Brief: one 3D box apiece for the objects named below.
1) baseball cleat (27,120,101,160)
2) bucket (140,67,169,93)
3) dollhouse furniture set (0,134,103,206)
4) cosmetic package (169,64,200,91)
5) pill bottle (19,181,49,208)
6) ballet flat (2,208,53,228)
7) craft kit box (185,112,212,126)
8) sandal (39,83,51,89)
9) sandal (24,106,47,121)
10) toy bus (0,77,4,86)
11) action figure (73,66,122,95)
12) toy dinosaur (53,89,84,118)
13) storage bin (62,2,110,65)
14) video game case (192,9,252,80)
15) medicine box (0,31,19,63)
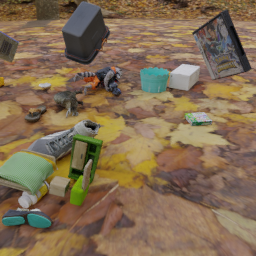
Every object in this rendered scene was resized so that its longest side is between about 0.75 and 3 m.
[{"bbox_3d":[-2.016,0.325,9.016,2.611,1.389,0.910,-29,81,-43],"label":"baseball cleat"},{"bbox_3d":[1.414,-2.580,15.045,1.571,1.022,1.571,1,27,0],"label":"bucket"},{"bbox_3d":[-2.128,0.848,7.394,2.498,1.254,1.637,14,18,4],"label":"dollhouse furniture set"},{"bbox_3d":[3.206,-2.899,15.777,1.147,0.904,2.131,15,32,25],"label":"cosmetic package"},{"bbox_3d":[-2.465,1.719,7.325,0.434,0.434,0.781,11,29,21],"label":"pill bottle"},{"bbox_3d":[-2.347,2.092,6.647,1.224,0.447,0.447,0,27,4],"label":"ballet flat"},{"bbox_3d":[2.923,-0.378,11.676,0.880,0.214,0.869,-4,25,-9],"label":"craft kit box"},{"bbox_3d":[-4.498,-2.254,15.288,0.423,0.255,1.039,22,18,9],"label":"sandal"},{"bbox_3d":[-3.965,-0.703,12.043,0.632,0.422,1.546,5,28,10],"label":"sandal"},{"bbox_3d":[-7.380,-2.624,15.688,0.885,0.600,0.849,0,14,5],"label":"toy bus"},{"bbox_3d":[-1.328,-2.568,14.783,2.484,1.343,2.568,-23,35,-22],"label":"action figure"},{"bbox_3d":[-2.838,-1.370,12.817,1.242,0.934,2.428,-15,33,-42],"label":"toy dinosaur"},{"bbox_3d":[-1.613,-3.734,10.916,1.506,1.390,2.069,23,70,13],"label":"storage bin"},{"bbox_3d":[2.614,-2.264,8.047,0.235,1.664,1.841,-27,7,-8],"label":"video game case"},{"bbox_3d":[-3.419,-2.107,6.676,1.137,0.585,1.036,22,3,3],"label":"medicine box"}]
